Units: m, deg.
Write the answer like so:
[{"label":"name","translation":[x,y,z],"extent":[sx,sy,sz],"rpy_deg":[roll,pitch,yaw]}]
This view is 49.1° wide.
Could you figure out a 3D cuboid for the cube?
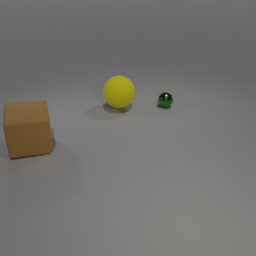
[{"label":"cube","translation":[-3.436,0.002,9.660],"extent":[1.400,1.400,1.400],"rpy_deg":[-6,36,-18]}]

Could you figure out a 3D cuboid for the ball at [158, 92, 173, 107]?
[{"label":"ball","translation":[1.744,-1.309,13.000],"extent":[0.700,0.700,0.700],"rpy_deg":[0,29,0]}]

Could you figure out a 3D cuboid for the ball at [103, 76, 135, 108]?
[{"label":"ball","translation":[-0.399,-1.596,12.403],"extent":[1.400,1.400,1.400],"rpy_deg":[0,29,0]}]
